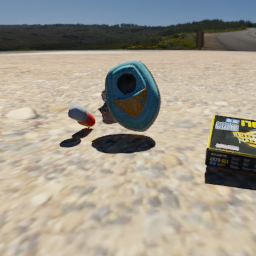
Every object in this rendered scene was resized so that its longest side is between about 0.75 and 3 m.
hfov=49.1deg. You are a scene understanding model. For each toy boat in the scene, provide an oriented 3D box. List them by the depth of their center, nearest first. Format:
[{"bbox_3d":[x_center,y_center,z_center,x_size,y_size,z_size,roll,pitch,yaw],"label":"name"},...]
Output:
[{"bbox_3d":[-0.328,-0.625,6.948,2.271,1.909,1.055,-24,-18,8],"label":"toy boat"}]

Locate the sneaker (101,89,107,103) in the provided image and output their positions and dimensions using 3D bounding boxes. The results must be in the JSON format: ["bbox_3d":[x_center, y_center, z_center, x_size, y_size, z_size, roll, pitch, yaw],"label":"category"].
[{"bbox_3d":[-0.442,-1.161,9.441,0.973,0.809,2.159,-40,2,4],"label":"sneaker"}]

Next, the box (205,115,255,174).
[{"bbox_3d":[2.451,0.324,5.369,1.764,0.435,1.409,9,29,18],"label":"box"}]
